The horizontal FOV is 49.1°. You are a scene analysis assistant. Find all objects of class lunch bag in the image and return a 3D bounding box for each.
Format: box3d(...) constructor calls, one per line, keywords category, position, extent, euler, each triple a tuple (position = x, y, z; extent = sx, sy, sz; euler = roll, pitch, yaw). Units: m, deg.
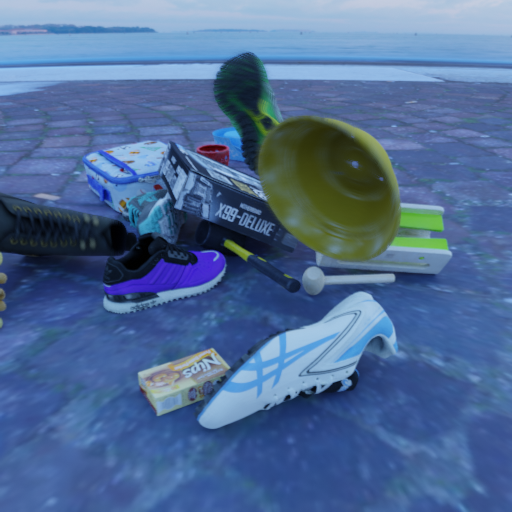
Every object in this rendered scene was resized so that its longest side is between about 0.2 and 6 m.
box3d(category="lunch bag", position=(-2.633, -1.803, 12.480), extent=(2.148, 1.013, 2.680), euler=(-16, 28, -28))

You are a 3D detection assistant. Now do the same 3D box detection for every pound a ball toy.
box3d(category="pound a ball toy", position=(1.786, 0.004, 8.752), extent=(2.289, 0.972, 1.492), euler=(3, 62, -5))

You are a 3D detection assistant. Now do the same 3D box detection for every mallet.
box3d(category="mallet", position=(-0.019, 0.045, 8.748), extent=(0.823, 0.514, 2.500), euler=(15, 11, -43))

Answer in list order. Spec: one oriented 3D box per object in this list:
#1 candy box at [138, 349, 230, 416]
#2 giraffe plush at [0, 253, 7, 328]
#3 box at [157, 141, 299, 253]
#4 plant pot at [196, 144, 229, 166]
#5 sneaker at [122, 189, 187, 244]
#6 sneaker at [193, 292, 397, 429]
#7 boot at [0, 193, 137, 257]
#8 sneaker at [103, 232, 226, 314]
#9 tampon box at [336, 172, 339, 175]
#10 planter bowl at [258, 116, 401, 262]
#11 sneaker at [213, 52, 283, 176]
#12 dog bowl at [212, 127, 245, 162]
box3d(category="candy box", position=(-0.780, 1.397, 6.284), extent=(0.942, 0.260, 0.544), euler=(-14, 28, -27))
box3d(category="giraffe plush", position=(-4.078, 0.414, 7.319), extent=(1.412, 1.503, 1.742), euler=(0, 20, -35))
box3d(category="box", position=(-0.538, -1.134, 10.121), extent=(2.191, 0.691, 2.778), euler=(20, 14, -21))
box3d(category="plant pot", position=(-1.066, -2.326, 13.906), extent=(0.807, 0.735, 0.807), euler=(0, 24, 0))
box3d(category="sneaker", position=(-1.961, -0.698, 10.309), extent=(1.094, 0.931, 2.399), euler=(-4, 15, 4))
box3d(category="sneaker", position=(0.522, 1.217, 6.061), extent=(2.543, 0.914, 0.922), euler=(-24, 70, -26))
box3d(category="boot", position=(-3.272, -0.479, 8.326), extent=(2.028, 1.136, 2.932), euler=(5, 2, 14))
box3d(category="sneaker", position=(-1.300, 0.098, 8.244), extent=(2.012, 1.001, 0.700), euler=(-19, 30, -34))
box3d(category="tampon box", position=(1.331, -1.149, 10.224), extent=(0.851, 0.717, 1.136), euler=(-4, -17, 35))
box3d(category="planter bowl", position=(1.170, -1.074, 7.723), extent=(2.219, 2.219, 0.924), euler=(19, 46, 35))
box3d(category="sneaker", position=(-0.005, -2.948, 12.120), extent=(1.209, 3.099, 1.320), euler=(-20, -14, 16))
box3d(category="dog bowl", position=(0.055, -3.055, 15.601), extent=(2.701, 0.670, 1.505), euler=(13, 28, 26))
